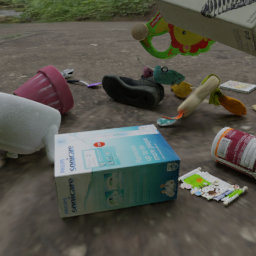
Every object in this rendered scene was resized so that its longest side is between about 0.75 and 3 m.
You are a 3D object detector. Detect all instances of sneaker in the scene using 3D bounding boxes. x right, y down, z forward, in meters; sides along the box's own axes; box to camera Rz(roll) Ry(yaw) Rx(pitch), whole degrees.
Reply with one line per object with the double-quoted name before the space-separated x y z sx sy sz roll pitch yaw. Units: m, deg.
"sneaker" 0.273 -1.488 10.517 2.505 0.958 1.435 19 29 29

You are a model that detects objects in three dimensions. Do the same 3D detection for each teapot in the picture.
"teapot" -2.676 0.024 6.829 1.897 1.404 1.922 19 -6 -31

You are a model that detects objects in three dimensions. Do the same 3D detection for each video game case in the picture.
"video game case" 4.729 -1.775 12.025 1.209 0.138 1.100 20 32 37

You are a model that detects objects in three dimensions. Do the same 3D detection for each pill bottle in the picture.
"pill bottle" 2.688 0.596 6.117 0.855 0.855 1.498 -21 33 -38

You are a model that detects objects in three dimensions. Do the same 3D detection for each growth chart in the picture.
"growth chart" 1.671 1.188 5.750 0.886 0.109 1.225 -24 33 -39

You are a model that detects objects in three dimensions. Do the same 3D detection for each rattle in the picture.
"rattle" 2.294 -0.373 8.709 1.663 1.825 2.554 -22 18 49

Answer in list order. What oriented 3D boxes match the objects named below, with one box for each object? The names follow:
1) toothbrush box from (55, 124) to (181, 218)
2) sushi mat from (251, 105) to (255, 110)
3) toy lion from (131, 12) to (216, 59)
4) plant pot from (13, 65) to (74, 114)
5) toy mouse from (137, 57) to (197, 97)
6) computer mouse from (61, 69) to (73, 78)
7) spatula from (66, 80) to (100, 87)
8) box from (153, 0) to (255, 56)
"toothbrush box" -0.309 0.754 5.662 2.243 0.957 1.642 -7 26 -11
"sushi mat" 5.043 -0.246 8.731 1.240 0.157 2.591 -2 25 -5
"toy lion" 1.545 -2.974 8.496 2.168 2.261 0.776 51 24 11
"plant pot" -2.742 -0.992 8.933 1.426 1.594 1.594 -34 39 -26
"toy mouse" 1.219 -1.827 10.500 2.546 0.554 2.864 23 -1 -36
"computer mouse" -3.041 -2.510 13.458 0.727 0.291 1.326 6 31 24
"spatula" -2.022 -2.018 12.488 1.857 0.191 0.525 13 26 26
"box" 0.785 -1.097 2.520 1.129 0.464 0.386 37 1 37
